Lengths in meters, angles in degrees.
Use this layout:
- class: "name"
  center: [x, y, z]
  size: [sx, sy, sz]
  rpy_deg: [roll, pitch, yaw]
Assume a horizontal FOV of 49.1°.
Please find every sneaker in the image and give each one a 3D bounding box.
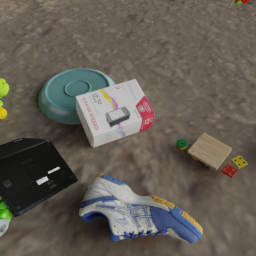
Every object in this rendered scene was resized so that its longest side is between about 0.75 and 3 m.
- class: "sneaker"
  center: [0.190, 1.940, 5.816]
  size: [2.570, 0.967, 1.133]
  rpy_deg: [17, 61, 24]

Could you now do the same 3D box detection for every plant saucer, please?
- class: "plant saucer"
  center: [-1.579, -1.154, 8.880]
  size: [2.561, 0.351, 2.561]
  rpy_deg: [0, 49, 0]

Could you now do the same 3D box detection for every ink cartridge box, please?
- class: "ink cartridge box"
  center: [-0.370, -0.431, 7.748]
  size: [1.821, 0.780, 1.344]
  rpy_deg: [-19, 66, -18]

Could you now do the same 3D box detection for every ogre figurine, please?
- class: "ogre figurine"
  center: [-3.241, 1.809, 5.716]
  size: [2.222, 1.090, 1.332]
  rpy_deg: [-1, 35, -16]

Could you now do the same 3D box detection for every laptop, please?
- class: "laptop"
  center: [-2.572, 1.011, 6.626]
  size: [2.013, 1.039, 1.784]
  rpy_deg: [52, 39, 10]

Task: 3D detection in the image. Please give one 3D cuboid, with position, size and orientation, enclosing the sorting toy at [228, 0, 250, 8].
- class: "sorting toy"
  center: [2.935, -3.166, 6.509]
  size: [1.218, 0.295, 2.164]
  rpy_deg: [-30, 9, 25]

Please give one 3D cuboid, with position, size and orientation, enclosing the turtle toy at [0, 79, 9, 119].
- class: "turtle toy"
  center: [-4.219, -0.755, 8.129]
  size: [1.297, 0.900, 1.780]
  rpy_deg: [27, 53, 23]

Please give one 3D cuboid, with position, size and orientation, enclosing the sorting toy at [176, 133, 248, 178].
- class: "sorting toy"
  center: [2.145, 0.676, 7.244]
  size: [1.738, 0.294, 0.838]
  rpy_deg: [32, 55, 26]
